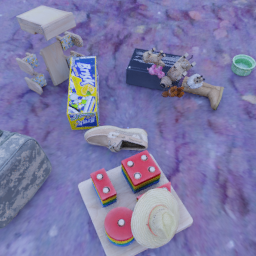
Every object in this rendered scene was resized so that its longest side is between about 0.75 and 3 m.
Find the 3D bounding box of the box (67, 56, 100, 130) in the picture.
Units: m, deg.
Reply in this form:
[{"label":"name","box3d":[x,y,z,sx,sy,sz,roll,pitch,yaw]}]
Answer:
[{"label":"box","box3d":[-1.600,-1.360,10.281,1.023,0.939,2.920,-4,53,-2]}]

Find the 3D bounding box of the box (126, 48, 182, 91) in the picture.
[{"label":"box","box3d":[1.081,-2.288,11.058,2.055,0.810,1.450,12,48,8]}]

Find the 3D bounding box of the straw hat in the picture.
[{"label":"straw hat","box3d":[0.821,2.250,6.693,1.493,0.632,1.493,0,91,-24]}]

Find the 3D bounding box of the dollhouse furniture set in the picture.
[{"label":"dollhouse furniture set","box3d":[-2.644,-2.787,10.218,1.797,2.705,2.371,29,56,36]}]

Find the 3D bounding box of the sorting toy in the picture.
[{"label":"sorting toy","box3d":[0.153,1.974,7.750,2.472,0.860,2.457,-21,55,-16]}]

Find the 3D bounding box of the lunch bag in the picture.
[{"label":"lunch bag","box3d":[-3.789,1.282,7.842,2.084,1.732,2.485,12,52,28]}]

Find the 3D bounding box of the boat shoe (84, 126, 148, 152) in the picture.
[{"label":"boat shoe","box3d":[-0.384,0.394,9.059,2.065,0.736,0.666,-1,52,-2]}]

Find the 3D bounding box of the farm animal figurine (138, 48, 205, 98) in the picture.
[{"label":"farm animal figurine","box3d":[1.479,-1.970,9.876,1.938,1.022,1.959,-28,89,-23]}]

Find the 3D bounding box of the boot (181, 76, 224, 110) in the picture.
[{"label":"boot","box3d":[2.733,-1.315,10.556,1.538,0.509,1.347,19,42,13]}]

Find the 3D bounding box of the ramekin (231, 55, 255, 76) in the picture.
[{"label":"ramekin","box3d":[4.713,-2.557,11.521,0.904,0.442,0.904,0,52,0]}]
